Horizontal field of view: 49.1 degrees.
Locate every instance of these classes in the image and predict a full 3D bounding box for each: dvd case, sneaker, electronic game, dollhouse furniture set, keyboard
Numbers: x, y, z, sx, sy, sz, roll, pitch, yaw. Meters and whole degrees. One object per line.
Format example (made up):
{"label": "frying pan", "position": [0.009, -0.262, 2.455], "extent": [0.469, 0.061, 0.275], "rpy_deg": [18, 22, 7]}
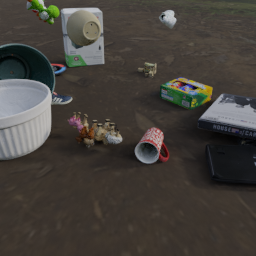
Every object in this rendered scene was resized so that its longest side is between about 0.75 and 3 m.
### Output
{"label": "dvd case", "position": [3.375, -0.390, 7.977], "extent": [2.036, 0.335, 2.708], "rpy_deg": [13, 28, 27]}
{"label": "sneaker", "position": [-2.372, -1.031, 9.339], "extent": [0.988, 0.418, 0.371], "rpy_deg": [-8, 32, -13]}
{"label": "electronic game", "position": [-3.270, -2.462, 11.841], "extent": [1.325, 0.276, 1.325], "rpy_deg": [0, 31, 0]}
{"label": "sneaker", "position": [1.423, -4.126, 10.361], "extent": [0.523, 0.459, 1.305], "rpy_deg": [21, 33, -16]}
{"label": "dollhouse furniture set", "position": [0.728, -2.458, 11.686], "extent": [0.768, 0.427, 0.680], "rpy_deg": [10, 33, 16]}
{"label": "keyboard", "position": [3.163, 0.770, 6.482], "extent": [2.627, 0.337, 1.578], "rpy_deg": [3, 38, 4]}

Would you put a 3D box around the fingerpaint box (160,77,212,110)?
{"label": "fingerpaint box", "position": [1.968, -1.222, 9.575], "extent": [1.140, 0.501, 1.366], "rpy_deg": [-25, 39, -35]}

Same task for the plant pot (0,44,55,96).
{"label": "plant pot", "position": [-3.503, -1.607, 8.669], "extent": [2.117, 2.117, 1.418], "rpy_deg": [-17, 30, -25]}

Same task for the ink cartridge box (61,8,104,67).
{"label": "ink cartridge box", "position": [-1.999, -4.021, 12.444], "extent": [1.683, 2.306, 0.969], "rpy_deg": [-9, 32, -15]}

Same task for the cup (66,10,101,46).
{"label": "cup", "position": [-1.134, -2.731, 7.768], "extent": [0.981, 0.981, 0.702], "rpy_deg": [-15, 29, -23]}

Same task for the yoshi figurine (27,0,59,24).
{"label": "yoshi figurine", "position": [-2.765, -4.037, 9.208], "extent": [0.746, 1.333, 0.749], "rpy_deg": [12, 72, 29]}

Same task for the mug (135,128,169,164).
{"label": "mug", "position": [0.610, 0.466, 6.896], "extent": [0.586, 0.780, 0.878], "rpy_deg": [-28, 15, 27]}

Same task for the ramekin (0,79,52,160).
{"label": "ramekin", "position": [-3.144, -0.234, 7.203], "extent": [2.413, 1.267, 2.413], "rpy_deg": [0, 31, 0]}

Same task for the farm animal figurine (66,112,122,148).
{"label": "farm animal figurine", "position": [-0.910, 0.129, 7.268], "extent": [1.292, 0.681, 1.307], "rpy_deg": [3, 22, -19]}
